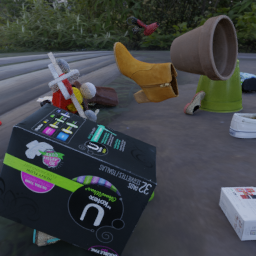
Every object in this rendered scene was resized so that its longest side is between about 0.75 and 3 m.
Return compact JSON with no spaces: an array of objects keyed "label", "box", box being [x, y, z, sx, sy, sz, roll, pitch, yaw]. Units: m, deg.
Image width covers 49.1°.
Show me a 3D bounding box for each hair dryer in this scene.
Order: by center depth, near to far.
[{"label":"hair dryer","box":[0.764,-4.823,13.393,1.510,0.410,1.150,2,-15,19]}]

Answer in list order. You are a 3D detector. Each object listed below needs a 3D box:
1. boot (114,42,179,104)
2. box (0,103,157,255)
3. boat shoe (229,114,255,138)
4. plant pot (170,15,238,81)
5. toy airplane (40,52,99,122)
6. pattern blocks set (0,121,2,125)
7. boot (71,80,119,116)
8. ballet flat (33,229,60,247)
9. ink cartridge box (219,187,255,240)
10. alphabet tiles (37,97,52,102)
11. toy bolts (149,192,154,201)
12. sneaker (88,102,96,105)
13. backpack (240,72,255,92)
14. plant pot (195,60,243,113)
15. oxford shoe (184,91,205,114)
[{"label":"boot","box":[0.532,-1.567,7.423,1.369,1.912,0.673,-12,23,38]},{"label":"box","box":[-0.908,0.917,5.275,2.440,1.812,1.517,22,20,-3]},{"label":"boat shoe","box":[5.339,-0.388,10.723,2.943,1.255,1.087,-2,20,-6]},{"label":"plant pot","box":[2.788,-2.898,10.709,2.019,2.315,2.315,3,17,42]},{"label":"toy airplane","box":[-2.204,-1.407,11.033,2.099,2.974,2.961,-22,28,-27]},{"label":"pattern blocks set","box":[-6.174,-0.245,12.006,1.293,0.119,1.471,-14,24,-34]},{"label":"boot","box":[-1.428,-1.289,13.807,2.939,0.944,2.739,9,43,-41]},{"label":"ballet flat","box":[-1.671,1.689,5.990,0.736,0.663,1.955,2,25,-22]},{"label":"ink cartridge box","box":[2.655,1.758,5.912,1.031,0.493,1.175,-1,20,-3]},{"label":"alphabet tiles","box":[-4.540,-1.622,15.875,1.137,0.085,1.163,-1,19,-4]},{"label":"toy bolts","box":[-0.096,0.903,7.235,1.731,1.201,1.654,5,20,13]},{"label":"sneaker","box":[-1.862,-1.528,15.027,1.835,0.695,0.707,-17,54,-46]},{"label":"backpack","box":[7.421,-2.970,18.026,1.548,1.459,1.897,-5,5,-17]},{"label":"plant pot","box":[4.669,-2.287,14.284,2.514,2.420,2.514,0,21,0]},{"label":"oxford shoe","box":[3.332,-1.171,13.455,0.563,0.531,1.507,28,69,41]}]
